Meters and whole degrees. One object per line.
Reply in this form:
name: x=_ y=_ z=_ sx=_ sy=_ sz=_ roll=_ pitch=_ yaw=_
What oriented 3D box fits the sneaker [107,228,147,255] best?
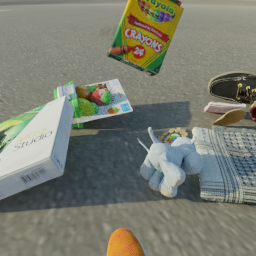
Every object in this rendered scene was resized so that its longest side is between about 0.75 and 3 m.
sneaker: x=-0.106 y=1.840 z=2.870 sx=0.592 sy=0.626 sz=1.622 roll=-21 pitch=48 yaw=29

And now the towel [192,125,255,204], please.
towel: x=2.690 y=0.641 z=5.953 sx=2.538 sy=0.455 sz=2.636 roll=4 pitch=28 yaw=7

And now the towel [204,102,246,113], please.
towel: x=2.678 y=-0.586 z=7.880 sx=0.929 sy=0.190 sz=1.269 roll=4 pitch=-4 yaw=9

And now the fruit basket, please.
fruit basket: x=-1.043 y=-0.811 z=7.769 sx=1.967 sy=0.922 sz=1.822 roll=-17 pitch=40 yaw=-4

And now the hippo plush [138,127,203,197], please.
hippo plush: x=0.824 y=0.597 z=5.312 sx=0.988 sy=0.979 sz=1.229 roll=-18 pitch=73 yaw=-34

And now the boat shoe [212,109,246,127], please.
boat shoe: x=2.632 y=-0.245 z=7.301 sx=0.940 sy=0.339 sz=0.305 roll=-36 pitch=-1 yaw=38

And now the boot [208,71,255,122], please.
boot: x=3.721 y=-0.925 z=8.389 sx=2.602 sy=0.952 sz=1.959 roll=8 pitch=32 yaw=14

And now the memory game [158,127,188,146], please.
memory game: x=1.034 y=0.260 z=6.642 sx=0.805 sy=0.051 sz=0.805 roll=-23 pitch=32 yaw=15

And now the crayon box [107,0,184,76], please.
crayon box: x=0.377 y=-2.005 z=5.499 sx=1.059 sy=1.668 sz=0.424 roll=21 pitch=-1 yaw=-13

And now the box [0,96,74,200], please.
box: x=-2.126 y=0.343 z=5.745 sx=1.897 sy=0.478 sz=2.629 roll=-22 pitch=28 yaw=6
